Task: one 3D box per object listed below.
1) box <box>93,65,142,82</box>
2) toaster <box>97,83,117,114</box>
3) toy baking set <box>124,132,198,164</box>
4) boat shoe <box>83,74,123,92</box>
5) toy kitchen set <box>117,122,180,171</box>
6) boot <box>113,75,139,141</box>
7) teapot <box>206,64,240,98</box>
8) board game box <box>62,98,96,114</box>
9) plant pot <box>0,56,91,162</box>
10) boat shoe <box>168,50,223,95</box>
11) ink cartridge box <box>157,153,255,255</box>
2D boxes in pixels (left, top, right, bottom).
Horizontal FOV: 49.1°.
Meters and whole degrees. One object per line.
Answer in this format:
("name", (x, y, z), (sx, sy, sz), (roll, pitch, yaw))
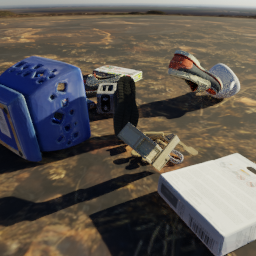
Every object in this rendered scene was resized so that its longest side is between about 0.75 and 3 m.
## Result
("box", (-0.648, -3.198, 16.684), (2.612, 0.454, 1.438), (17, 32, 29))
("toaster", (-0.591, -1.361, 12.672), (1.513, 0.993, 1.674), (1, 28, 1))
("toy baking set", (1.083, 0.669, 9.687), (2.391, 0.278, 1.835), (-2, 31, -3))
("boat shoe", (-1.625, -2.398, 14.724), (2.892, 0.905, 1.029), (3, 30, 8))
("toy kitchen set", (0.686, 0.372, 8.352), (1.218, 1.350, 1.102), (38, 87, 32))
("boot", (-0.205, -0.619, 10.971), (0.941, 2.430, 1.681), (9, -12, -12))
("teapot", (4.412, -2.104, 13.647), (1.369, 1.874, 1.850), (-37, 62, 3))
("board game box", (-2.497, -1.167, 12.878), (1.469, 0.453, 1.470), (26, 37, 38))
("plant pot", (-3.211, -0.641, 9.551), (2.800, 2.800, 2.518), (22, 41, 36))
("boat shoe", (2.534, -1.825, 10.485), (2.919, 0.913, 1.039), (24, -3, -42))
("ink cartridge box", (2.607, 1.754, 7.272), (2.903, 0.828, 2.360), (-7, 28, -28))
